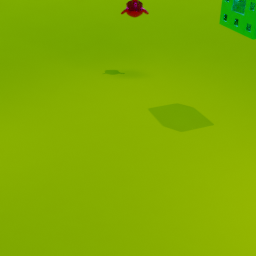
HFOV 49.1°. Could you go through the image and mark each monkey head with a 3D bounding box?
[{"bbox_3d":[0.256,-4.489,10.379,1.056,0.636,0.760,-1,-10,-3],"label":"monkey head"}]

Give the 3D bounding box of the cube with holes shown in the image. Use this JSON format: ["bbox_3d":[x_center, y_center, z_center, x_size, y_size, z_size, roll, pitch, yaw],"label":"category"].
[{"bbox_3d":[2.960,-2.839,6.093,1.259,1.259,1.259,-15,38,-12],"label":"cube with holes"}]
